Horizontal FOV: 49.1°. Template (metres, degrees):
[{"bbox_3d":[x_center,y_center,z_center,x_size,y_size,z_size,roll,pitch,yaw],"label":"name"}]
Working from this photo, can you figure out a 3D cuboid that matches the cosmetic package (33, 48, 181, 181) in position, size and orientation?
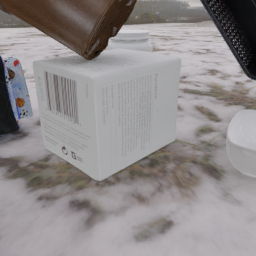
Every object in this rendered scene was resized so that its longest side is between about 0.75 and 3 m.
[{"bbox_3d":[-0.371,-0.497,5.864,2.341,1.932,1.930,-22,32,-40],"label":"cosmetic package"}]

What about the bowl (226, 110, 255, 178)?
[{"bbox_3d":[2.977,0.396,5.267,2.125,0.794,2.128,12,27,25],"label":"bowl"}]

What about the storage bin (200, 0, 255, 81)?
[{"bbox_3d":[3.028,-2.702,6.069,1.891,2.797,1.312,-23,20,47],"label":"storage bin"}]

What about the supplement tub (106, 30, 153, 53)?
[{"bbox_3d":[0.044,-2.126,9.373,1.544,2.130,1.544,0,23,0],"label":"supplement tub"}]

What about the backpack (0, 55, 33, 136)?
[{"bbox_3d":[-3.380,-0.848,6.726,2.049,2.152,1.658,10,20,42],"label":"backpack"}]

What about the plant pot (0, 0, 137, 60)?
[{"bbox_3d":[-1.095,-2.474,4.759,2.231,2.253,2.253,37,27,-2],"label":"plant pot"}]
